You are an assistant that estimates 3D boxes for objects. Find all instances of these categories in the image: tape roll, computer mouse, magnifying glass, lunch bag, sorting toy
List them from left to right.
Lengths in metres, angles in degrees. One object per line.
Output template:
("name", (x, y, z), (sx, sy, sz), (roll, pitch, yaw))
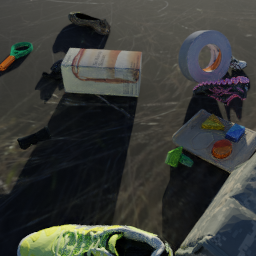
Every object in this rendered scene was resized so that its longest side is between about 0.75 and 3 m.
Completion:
("magnifying glass", (-4.499, -2.899, 11.177), (0.822, 0.231, 2.066), (9, 42, 9))
("computer mouse", (-2.442, -2.215, 10.343), (0.949, 0.311, 1.352), (23, 48, 24))
("tape roll", (2.582, -2.351, 9.371), (1.741, 1.741, 0.575), (-15, 21, -16))
("sorting toy", (2.176, 0.449, 7.428), (1.905, 0.379, 2.578), (31, 51, 29))
("lunch bag", (2.698, 2.048, 4.554), (2.873, 1.689, 2.356), (38, 62, 15))

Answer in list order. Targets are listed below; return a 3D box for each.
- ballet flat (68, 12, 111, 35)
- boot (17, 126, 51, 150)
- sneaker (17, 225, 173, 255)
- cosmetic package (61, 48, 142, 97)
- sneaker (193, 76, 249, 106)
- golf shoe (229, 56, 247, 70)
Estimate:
("ballet flat", (-1.846, -5.106, 13.205), (2.719, 0.630, 0.916), (34, 52, 31))
("boot", (-2.391, 0.273, 7.114), (0.760, 0.904, 0.345), (-23, 90, -27))
("sneaker", (-0.598, 2.141, 5.095), (2.863, 1.094, 1.079), (0, 45, 2))
("cosmetic package", (-0.818, -1.888, 9.413), (2.505, 1.093, 1.295), (3, 43, 3))
("sneaker", (2.803, -1.063, 8.520), (1.667, 0.795, 0.659), (-4, 1, 30))
("golf shoe", (3.954, -2.441, 10.476), (1.087, 0.479, 0.420), (-3, 42, -5))
